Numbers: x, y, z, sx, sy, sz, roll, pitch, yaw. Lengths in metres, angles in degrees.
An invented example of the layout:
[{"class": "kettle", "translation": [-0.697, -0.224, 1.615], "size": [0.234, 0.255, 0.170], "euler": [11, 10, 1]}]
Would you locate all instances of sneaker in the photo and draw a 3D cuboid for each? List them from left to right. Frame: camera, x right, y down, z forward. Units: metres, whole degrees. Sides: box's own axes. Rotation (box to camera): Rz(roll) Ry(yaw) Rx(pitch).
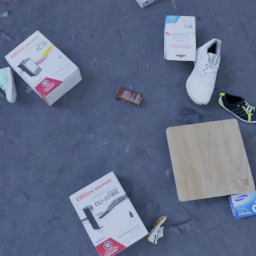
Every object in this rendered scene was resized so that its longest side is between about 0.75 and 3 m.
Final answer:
[{"class": "sneaker", "translation": [-5.326, -1.702, 11.758], "size": [1.037, 0.647, 1.758], "euler": [-15, 63, -10]}, {"class": "sneaker", "translation": [1.149, 3.728, 10.250], "size": [0.460, 0.397, 1.050], "euler": [39, 82, -2]}, {"class": "sneaker", "translation": [3.191, -2.379, 11.592], "size": [1.103, 1.290, 2.961], "euler": [12, 73, -7]}, {"class": "sneaker", "translation": [4.590, -0.833, 11.408], "size": [1.950, 0.808, 0.699], "euler": [26, 74, 8]}]

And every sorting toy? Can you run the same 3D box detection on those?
[{"class": "sorting toy", "translation": [2.983, 1.239, 10.678], "size": [2.726, 0.954, 2.743], "euler": [-7, 73, -2]}]

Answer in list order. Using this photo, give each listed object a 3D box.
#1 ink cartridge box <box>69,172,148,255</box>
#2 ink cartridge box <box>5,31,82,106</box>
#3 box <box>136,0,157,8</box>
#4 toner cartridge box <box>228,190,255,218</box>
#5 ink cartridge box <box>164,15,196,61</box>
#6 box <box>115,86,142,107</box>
[{"class": "ink cartridge box", "translation": [-0.694, 3.091, 10.050], "size": [1.803, 1.046, 2.499], "euler": [-30, 75, -9]}, {"class": "ink cartridge box", "translation": [-3.519, -2.511, 11.791], "size": [2.561, 1.097, 1.890], "euler": [43, 78, 11]}, {"class": "box", "translation": [1.005, -6.350, 13.377], "size": [1.215, 0.365, 0.709], "euler": [-31, 75, -9]}, {"class": "toner cartridge box", "translation": [4.759, 2.772, 10.497], "size": [1.772, 0.383, 0.842], "euler": [-12, 73, -4]}, {"class": "ink cartridge box", "translation": [2.271, -3.783, 12.358], "size": [1.284, 0.757, 2.231], "euler": [3, 72, 1]}, {"class": "box", "translation": [0.029, -1.312, 11.792], "size": [1.032, 0.387, 0.517], "euler": [22, 75, 5]}]
